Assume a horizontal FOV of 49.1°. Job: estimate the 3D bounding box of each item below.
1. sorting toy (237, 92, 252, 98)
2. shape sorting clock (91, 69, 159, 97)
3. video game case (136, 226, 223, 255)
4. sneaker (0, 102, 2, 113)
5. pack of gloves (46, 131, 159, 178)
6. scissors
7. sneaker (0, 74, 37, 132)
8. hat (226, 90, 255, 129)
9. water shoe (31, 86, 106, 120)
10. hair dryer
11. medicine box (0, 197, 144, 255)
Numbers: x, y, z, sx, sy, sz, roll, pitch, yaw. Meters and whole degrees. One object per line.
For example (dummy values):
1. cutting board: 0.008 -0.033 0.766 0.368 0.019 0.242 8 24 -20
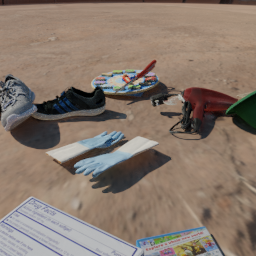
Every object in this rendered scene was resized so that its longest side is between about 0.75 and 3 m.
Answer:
1. sorting toy: 4.744 -1.045 10.290 1.965 0.268 1.107 -14 28 -23
2. shape sorting clock: -0.118 -1.987 11.642 2.830 0.555 2.830 0 29 0
3. video game case: 0.993 2.385 4.278 1.333 0.166 1.863 -7 30 -11
4. sneaker: -4.611 -0.895 9.805 0.763 0.593 1.696 -13 28 9
5. pack of gloves: -0.645 0.694 7.235 2.258 0.446 1.897 -21 24 -38
6. scissors: 0.278 -1.860 10.838 0.169 0.887 2.425 47 69 1
7. sneaker: -3.646 -0.862 8.692 1.115 1.223 2.984 -37 29 -3
8. hat: 4.466 0.054 8.106 2.335 2.481 2.819 -32 -15 28
9. water shoe: -2.004 -0.920 9.296 2.507 0.989 0.896 -6 30 -11
10. hair dryer: 2.323 -0.562 9.215 2.853 0.775 2.173 -16 46 -13
11. medicine box: -1.199 2.250 3.479 2.061 1.164 2.262 16 32 26
